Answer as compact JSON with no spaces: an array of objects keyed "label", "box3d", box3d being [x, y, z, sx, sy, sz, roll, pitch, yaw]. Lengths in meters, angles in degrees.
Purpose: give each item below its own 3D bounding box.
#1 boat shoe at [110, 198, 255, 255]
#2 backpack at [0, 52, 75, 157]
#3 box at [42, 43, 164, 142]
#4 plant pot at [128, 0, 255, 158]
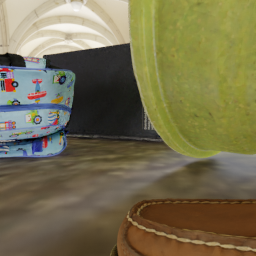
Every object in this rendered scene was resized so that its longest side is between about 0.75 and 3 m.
[{"label":"boat shoe","box3d":[0.615,0.201,0.557,1.349,0.459,0.485,1,4,15]},{"label":"backpack","box3d":[-1.127,-0.193,2.658,1.307,0.963,1.432,-1,3,-21]},{"label":"box","box3d":[0.137,-0.605,5.178,2.399,1.490,2.418,1,3,29]},{"label":"plant pot","box3d":[1.822,-0.759,1.711,2.510,2.731,2.731,18,15,40]}]
